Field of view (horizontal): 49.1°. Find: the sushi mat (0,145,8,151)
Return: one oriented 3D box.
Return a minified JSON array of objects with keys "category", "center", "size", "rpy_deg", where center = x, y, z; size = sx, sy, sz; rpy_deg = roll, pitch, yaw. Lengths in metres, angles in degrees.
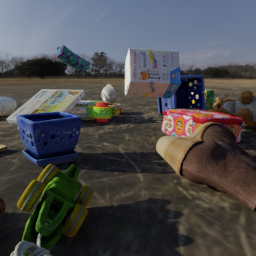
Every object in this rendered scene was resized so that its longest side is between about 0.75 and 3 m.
[{"category":"sushi mat","center":[-4.376,0.561,7.459],"size":[2.141,0.130,1.025],"rpy_deg":[4,13,21]}]

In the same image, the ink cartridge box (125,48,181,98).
[{"category":"ink cartridge box","center":[0.788,-1.858,9.631],"size":[1.711,1.259,1.237],"rpy_deg":[1,-16,-7]}]

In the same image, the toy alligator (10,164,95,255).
[{"category":"toy alligator","center":[-1.006,1.104,3.518],"size":[0.818,0.593,2.469],"rpy_deg":[32,10,-4]}]

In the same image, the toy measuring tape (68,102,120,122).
[{"category":"toy measuring tape","center":[-1.571,-0.679,11.823],"size":[2.496,0.918,0.918],"rpy_deg":[0,11,-8]}]

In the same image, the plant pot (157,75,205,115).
[{"category":"plant pot","center":[2.476,-1.526,13.696],"size":[1.933,1.932,1.737],"rpy_deg":[-6,5,-28]}]

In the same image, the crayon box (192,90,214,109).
[{"category":"crayon box","center":[4.437,-1.763,16.781],"size":[0.527,1.075,1.810],"rpy_deg":[-3,12,-14]}]

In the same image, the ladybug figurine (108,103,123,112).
[{"category":"ladybug figurine","center":[-0.727,-0.975,14.318],"size":[0.903,0.478,1.330],"rpy_deg":[4,12,21]}]

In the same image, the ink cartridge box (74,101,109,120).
[{"category":"ink cartridge box","center":[-2.069,-0.849,12.980],"size":[2.511,0.745,1.304],"rpy_deg":[1,11,5]}]

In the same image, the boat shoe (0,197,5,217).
[{"category":"boat shoe","center":[-2.660,0.987,3.836],"size":[2.123,0.747,0.747],"rpy_deg":[13,21,21]}]

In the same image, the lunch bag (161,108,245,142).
[{"category":"lunch bag","center":[2.390,-0.071,8.853],"size":[2.032,0.945,2.307],"rpy_deg":[0,11,-26]}]

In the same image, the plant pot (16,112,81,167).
[{"category":"plant pot","center":[-1.862,0.236,6.655],"size":[1.207,1.085,1.207],"rpy_deg":[-9,13,-37]}]

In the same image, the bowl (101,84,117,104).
[{"category":"bowl","center":[-0.861,-1.355,11.634],"size":[0.394,0.839,0.839],"rpy_deg":[-22,20,-26]}]

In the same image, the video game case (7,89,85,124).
[{"category":"video game case","center":[-3.411,-0.917,11.887],"size":[2.323,0.292,2.553],"rpy_deg":[4,37,23]}]

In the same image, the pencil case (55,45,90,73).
[{"category":"pencil case","center":[-2.079,-2.582,10.546],"size":[1.276,0.543,0.590],"rpy_deg":[29,22,-37]}]

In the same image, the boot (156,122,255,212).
[{"category":"boot","center":[2.100,0.716,5.583],"size":[2.670,0.966,2.221],"rpy_deg":[-5,25,-43]}]

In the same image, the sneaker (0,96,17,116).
[{"category":"sneaker","center":[-6.325,-0.826,12.878],"size":[2.565,0.980,1.032],"rpy_deg":[-18,29,-39]}]

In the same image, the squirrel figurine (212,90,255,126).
[{"category":"squirrel figurine","center":[4.440,-0.605,10.587],"size":[2.272,1.722,2.434],"rpy_deg":[-5,-7,30]}]
